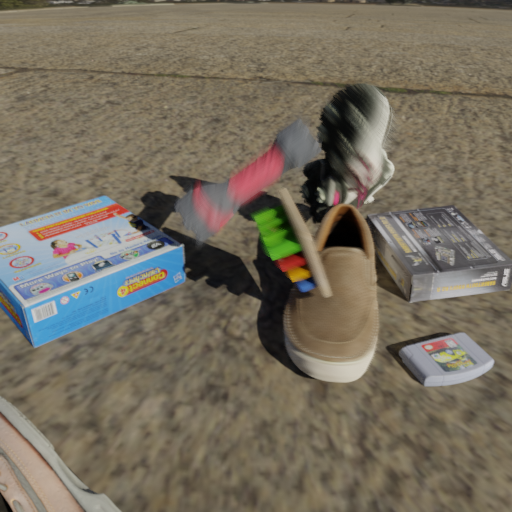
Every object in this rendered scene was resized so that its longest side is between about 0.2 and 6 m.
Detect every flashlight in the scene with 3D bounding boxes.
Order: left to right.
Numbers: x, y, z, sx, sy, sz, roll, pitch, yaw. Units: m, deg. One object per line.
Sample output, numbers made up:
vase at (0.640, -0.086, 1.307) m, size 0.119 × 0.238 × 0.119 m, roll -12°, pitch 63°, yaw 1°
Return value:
flashlight at (-0.125, -1.109, 8.046) m, size 2.190 × 0.744 × 0.741 m, roll -35°, pitch 36°, yaw 10°

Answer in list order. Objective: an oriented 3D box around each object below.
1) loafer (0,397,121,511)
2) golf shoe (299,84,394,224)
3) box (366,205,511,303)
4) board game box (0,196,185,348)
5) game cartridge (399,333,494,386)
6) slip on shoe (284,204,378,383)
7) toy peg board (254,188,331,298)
loafer at (-2.072, 2.300, 5.041) m, size 3.154 × 1.134 × 0.992 m, roll 25°, pitch 45°, yaw 32°
golf shoe at (1.630, -1.672, 9.054) m, size 1.301 × 2.955 × 1.141 m, roll -11°, pitch 66°, yaw -15°
box at (3.033, -0.104, 9.571) m, size 1.721 × 0.525 × 2.173 m, roll -7°, pitch 31°, yaw -7°
board game box at (-2.946, 0.076, 9.108) m, size 2.612 × 0.730 × 2.557 m, roll -24°, pitch 37°, yaw -34°
game cartridge at (2.545, 1.380, 7.425) m, size 1.075 × 0.220 × 0.716 m, roll -11°, pitch 36°, yaw -17°
slip on shoe at (1.210, 0.374, 8.256) m, size 1.331 × 1.061 × 3.502 m, roll 8°, pitch 31°, yaw 13°
toy peg board at (0.451, -0.097, 7.567) m, size 0.562 × 1.144 × 1.149 m, roll -22°, pitch 40°, yaw 2°
